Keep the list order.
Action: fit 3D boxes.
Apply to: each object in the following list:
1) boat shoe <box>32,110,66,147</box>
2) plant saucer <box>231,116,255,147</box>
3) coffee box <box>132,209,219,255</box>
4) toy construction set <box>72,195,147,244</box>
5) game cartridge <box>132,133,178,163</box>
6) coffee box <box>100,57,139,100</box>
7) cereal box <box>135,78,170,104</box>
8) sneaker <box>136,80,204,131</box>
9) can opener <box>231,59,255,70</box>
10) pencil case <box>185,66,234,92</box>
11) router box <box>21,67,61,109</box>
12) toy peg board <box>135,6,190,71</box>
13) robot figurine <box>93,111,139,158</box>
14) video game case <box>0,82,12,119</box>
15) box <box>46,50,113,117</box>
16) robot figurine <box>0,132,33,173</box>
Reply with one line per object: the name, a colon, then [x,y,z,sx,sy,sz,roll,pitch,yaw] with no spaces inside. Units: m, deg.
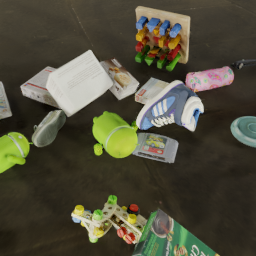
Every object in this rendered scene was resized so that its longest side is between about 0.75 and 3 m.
boat shoe: [-3.176,-0.025,10.997,0.681,0.783,2.125,4,38,16]
plant saucer: [5.072,0.069,11.246,1.772,0.243,1.772,0,44,0]
coffee box: [1.275,3.196,6.919,2.198,0.483,1.351,40,47,-5]
toy construction set: [-0.132,2.879,7.478,1.738,1.221,2.651,-11,46,-47]
game cartridge: [1.005,0.691,10.534,1.651,0.337,1.099,12,40,12]
coffee box: [-0.469,-2.098,11.778,0.941,0.656,1.646,-30,72,-37]
cereal box: [1.675,-1.440,12.709,2.264,0.448,1.629,23,47,23]
sneaker: [1.424,-0.327,9.264,0.899,2.232,1.634,18,31,-54]
can opener: [6.232,-3.448,14.869,1.500,0.476,0.590,-12,43,-12]
pencil case: [3.852,-2.338,13.328,2.251,0.984,0.984,-12,44,-14]
router box: [-3.487,-1.968,13.208,2.220,0.542,1.993,19,46,20]
toy peg board: [1.565,-4.391,14.403,2.807,2.795,1.373,21,62,21]
robot figurine: [-0.485,0.244,10.227,1.854,1.223,2.113,-31,44,-15]
video game case: [-6.595,-1.034,12.389,2.368,0.286,2.597,-19,46,-19]
box: [-2.004,-1.733,11.355,1.923,1.932,1.655,-37,96,-21]
robot figurine: [-4.281,0.851,9.801,1.580,1.042,1.801,32,52,31]
